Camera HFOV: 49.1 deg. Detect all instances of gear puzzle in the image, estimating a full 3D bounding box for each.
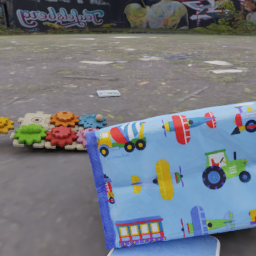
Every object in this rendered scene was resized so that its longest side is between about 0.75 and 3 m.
[{"bbox_3d":[-1.801,-0.088,6.170,2.709,0.355,1.403,3,33,-7],"label":"gear puzzle"}]

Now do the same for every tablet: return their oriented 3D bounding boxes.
[{"bbox_3d":[0.299,1.568,2.941,1.191,0.125,1.830,9,16,19],"label":"tablet"}]

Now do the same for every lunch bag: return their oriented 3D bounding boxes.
[{"bbox_3d":[0.820,0.419,4.423,2.239,1.399,2.973,-10,4,4],"label":"lunch bag"}]

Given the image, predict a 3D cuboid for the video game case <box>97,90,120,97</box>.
[{"bbox_3d":[-0.716,-1.269,10.263,0.770,0.085,0.701,-4,20,-12],"label":"video game case"}]
